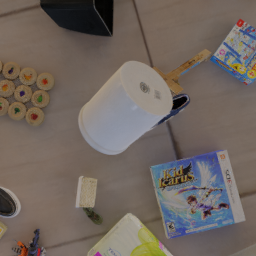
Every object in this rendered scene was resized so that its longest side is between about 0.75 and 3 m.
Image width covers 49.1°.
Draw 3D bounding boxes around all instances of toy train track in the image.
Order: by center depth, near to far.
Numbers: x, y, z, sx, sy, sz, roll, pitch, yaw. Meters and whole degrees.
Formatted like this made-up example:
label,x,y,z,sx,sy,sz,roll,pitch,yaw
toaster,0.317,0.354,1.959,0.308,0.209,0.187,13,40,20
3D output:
label,x,y,z,sx,sy,sz,roll,pitch,yaw
toy train track,1.698,-1.769,9.353,2.607,0.424,1.495,-34,54,-10

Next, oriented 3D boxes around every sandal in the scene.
label,x,y,z,sx,sy,sz,roll,pitch,yaw
sandal,-1.157,2.828,9.043,0.797,0.227,0.316,41,86,4

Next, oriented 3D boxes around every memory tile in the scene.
label,x,y,z,sx,sy,sz,roll,pitch,yaw
memory tile,-3.824,-1.235,9.439,2.482,0.208,1.902,16,85,2

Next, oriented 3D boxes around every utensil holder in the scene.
label,x,y,z,sx,sy,sz,roll,pitch,yaw
utensil holder,-0.110,-0.544,8.006,1.883,2.216,1.883,21,49,-27

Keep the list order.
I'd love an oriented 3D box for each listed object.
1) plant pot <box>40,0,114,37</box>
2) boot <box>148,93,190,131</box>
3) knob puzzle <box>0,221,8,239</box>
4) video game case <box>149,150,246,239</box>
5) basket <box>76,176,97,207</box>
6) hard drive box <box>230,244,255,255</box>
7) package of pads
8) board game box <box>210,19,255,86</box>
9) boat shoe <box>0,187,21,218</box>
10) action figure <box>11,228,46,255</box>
label,x,y,z,sx,sy,sz,roll,pitch,yaw
plant pot,-1.598,-4.255,8.904,1.860,2.092,2.097,1,85,11
boot,1.023,-0.527,9.017,2.007,0.907,0.730,-31,85,-3
knob puzzle,-5.320,3.524,8.925,2.424,0.336,2.424,0,85,0
video game case,2.177,2.071,8.944,2.512,0.571,2.277,-13,84,-1
basket,-1.311,2.044,8.932,0.572,0.629,0.928,7,85,-3
hard drive box,4.172,4.574,8.567,2.205,0.847,1.719,-24,86,-2
package of pads,0.251,4.129,8.605,1.925,0.850,2.492,-45,86,-4
board game box,3.904,-2.549,9.436,1.576,0.450,1.609,35,86,4
boat shoe,-4.538,2.006,8.822,2.463,0.816,0.861,40,86,3
action figure,-3.136,3.795,8.900,1.136,0.614,1.174,15,57,-5
